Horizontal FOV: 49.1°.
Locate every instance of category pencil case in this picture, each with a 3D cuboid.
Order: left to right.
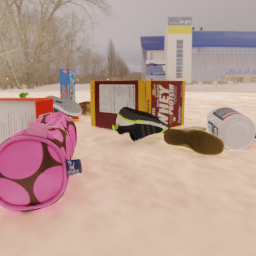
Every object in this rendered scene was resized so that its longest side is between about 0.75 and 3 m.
[{"bbox_3d":[-1.497,0.376,5.136,1.276,1.317,2.811,3,8,-10],"label":"pencil case"}]

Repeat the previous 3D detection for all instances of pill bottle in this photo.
[{"bbox_3d":[2.947,-0.075,8.326,1.018,1.018,1.702,0,15,0],"label":"pill bottle"}]

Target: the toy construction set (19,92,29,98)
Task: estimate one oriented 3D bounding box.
[{"bbox_3d":[-3.946,-0.139,9.155,1.717,1.432,1.319,-18,15,22],"label":"toy construction set"}]

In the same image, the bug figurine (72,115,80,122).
[{"bbox_3d":[-2.783,-0.410,12.863,0.933,0.310,1.203,3,10,16],"label":"bug figurine"}]

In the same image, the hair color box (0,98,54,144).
[{"bbox_3d":[-3.409,-0.069,7.319,2.901,1.473,0.889,3,10,14],"label":"hair color box"}]

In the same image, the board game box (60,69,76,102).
[{"bbox_3d":[-3.455,-2.089,16.169,0.571,2.537,1.929,0,9,-1],"label":"board game box"}]

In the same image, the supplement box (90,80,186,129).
[{"bbox_3d":[0.430,-1.024,11.647,2.859,1.899,2.820,8,12,40],"label":"supplement box"}]

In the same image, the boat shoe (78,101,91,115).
[{"bbox_3d":[-1.918,-1.044,15.301,2.073,0.784,0.766,-1,12,0],"label":"boat shoe"}]

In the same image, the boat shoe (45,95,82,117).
[{"bbox_3d":[-3.060,-0.815,13.466,2.199,0.998,0.778,22,47,26],"label":"boat shoe"}]

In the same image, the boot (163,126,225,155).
[{"bbox_3d":[2.042,0.296,7.866,1.710,0.616,1.323,11,10,38],"label":"boot"}]

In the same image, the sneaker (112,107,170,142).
[{"bbox_3d":[0.374,-0.023,8.723,2.201,0.912,0.789,15,17,-41],"label":"sneaker"}]
